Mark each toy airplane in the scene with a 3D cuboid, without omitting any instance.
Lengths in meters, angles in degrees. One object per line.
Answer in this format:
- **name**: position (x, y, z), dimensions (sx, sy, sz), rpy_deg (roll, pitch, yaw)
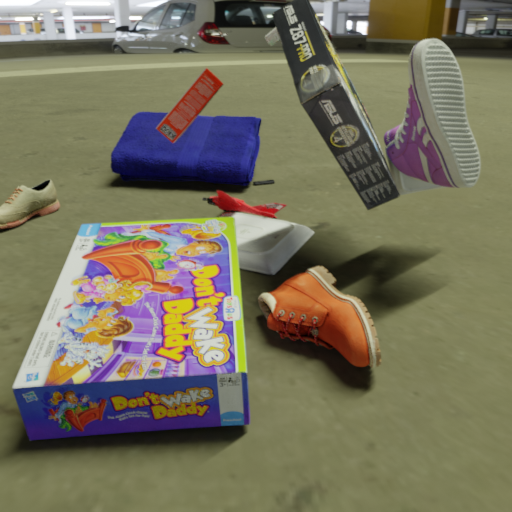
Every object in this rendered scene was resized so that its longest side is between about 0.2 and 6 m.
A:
- **toy airplane**: position (-0.291, -1.148, 12.972), dimensions (1.989, 0.366, 1.989), rpy_deg (9, -1, 0)

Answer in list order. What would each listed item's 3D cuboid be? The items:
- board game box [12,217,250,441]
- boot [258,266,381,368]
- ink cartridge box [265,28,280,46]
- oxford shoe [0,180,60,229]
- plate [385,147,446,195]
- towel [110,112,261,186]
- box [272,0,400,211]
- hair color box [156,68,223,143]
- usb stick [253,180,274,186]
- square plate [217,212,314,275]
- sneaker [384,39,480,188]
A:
- **board game box**: position (-1.550, 0.766, 8.272), dimensions (2.691, 0.896, 4.002), rpy_deg (-3, 31, -3)
- **boot**: position (0.898, 1.042, 8.399), dimensions (1.301, 0.910, 2.426), rpy_deg (-17, 26, -15)
- **ink cartridge box**: position (0.620, -4.582, 11.165), dimensions (0.976, 0.245, 0.786), rpy_deg (-33, 15, 15)
- **oxford shoe**: position (-5.574, -1.201, 12.973), dimensions (0.767, 0.800, 2.168), rpy_deg (13, 29, 26)
- **plate**: position (3.270, -1.708, 10.897), dimensions (1.322, 1.319, 0.214), rpy_deg (-8, 46, 18)
- **towel**: position (-1.899, -3.048, 16.080), dimensions (3.949, 0.978, 2.916), rpy_deg (5, 43, 6)
- **box**: position (1.485, -2.696, 10.188), dimensions (0.782, 3.186, 2.568), rpy_deg (-23, 52, 19)
- **hair color box**: position (-1.258, -2.877, 10.744), dimensions (0.450, 1.470, 0.746), rpy_deg (41, 11, -12)
- **usb stick**: position (0.215, -2.029, 15.520), dimensions (0.610, 0.099, 0.169), rpy_deg (-8, 33, -16)
- **square plate**: position (-0.221, -0.396, 11.864), dimensions (2.308, 0.331, 2.330), rpy_deg (11, 28, 23)
- **sneaker**: position (2.668, -2.264, 9.428), dimensions (1.565, 2.745, 0.995), rpy_deg (17, 55, 45)
